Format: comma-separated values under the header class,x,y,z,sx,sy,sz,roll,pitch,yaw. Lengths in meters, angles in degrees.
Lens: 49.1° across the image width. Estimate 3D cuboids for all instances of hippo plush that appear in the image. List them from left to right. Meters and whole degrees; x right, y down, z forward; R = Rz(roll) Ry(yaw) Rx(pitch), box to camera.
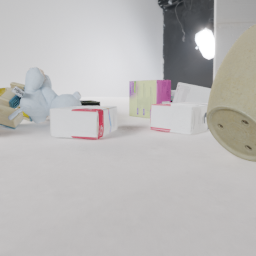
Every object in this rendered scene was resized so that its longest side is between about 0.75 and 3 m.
class,x,y,z,sx,sy,sz,roll,pitch,yaw
hippo plush,-2.753,-1.135,10.434,2.108,2.088,2.621,6,-2,2

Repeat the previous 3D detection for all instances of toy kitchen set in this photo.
class,x,y,z,sx,sy,sz,roll,pitch,yaw
toy kitchen set,-4.190,-0.481,10.728,1.292,1.756,2.192,15,43,8

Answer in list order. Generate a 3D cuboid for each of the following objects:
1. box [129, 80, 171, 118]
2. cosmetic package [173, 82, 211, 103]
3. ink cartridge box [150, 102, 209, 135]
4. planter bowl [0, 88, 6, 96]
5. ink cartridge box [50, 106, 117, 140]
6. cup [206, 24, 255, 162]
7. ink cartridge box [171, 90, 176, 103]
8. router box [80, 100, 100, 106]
class,x,y,z,sx,sy,sz,roll,pitch,yaw
box,1.037,-1.416,13.619,0.978,1.780,2.023,-7,10,-38
cosmetic package,3.369,-1.182,12.213,1.468,1.157,2.728,9,12,-27
ink cartridge box,1.971,-0.391,9.511,1.554,0.904,2.133,8,9,38
planter bowl,-6.289,-1.029,12.932,2.274,0.947,2.274,-8,26,4
ink cartridge box,-1.258,-0.231,8.534,1.469,0.852,1.990,2,6,14
cup,2.652,-0.452,5.451,1.885,2.636,2.636,-42,26,-20
ink cartridge box,2.992,-1.444,15.519,1.313,1.307,1.790,-3,9,-20
router box,-2.489,-0.905,13.506,1.925,0.798,2.569,-2,8,-16
